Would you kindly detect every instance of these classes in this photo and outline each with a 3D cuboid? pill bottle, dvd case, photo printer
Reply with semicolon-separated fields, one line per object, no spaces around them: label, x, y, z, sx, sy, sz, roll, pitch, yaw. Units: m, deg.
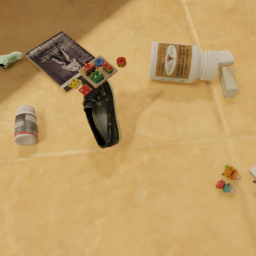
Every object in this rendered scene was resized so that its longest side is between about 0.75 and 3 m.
pill bottle;2.330;-2.767;11.994;2.797;1.599;1.599;6;60;3
pill bottle;-3.988;-0.121;10.919;0.825;0.825;1.448;-9;60;-5
dvd case;-2.991;-3.168;13.025;2.991;0.239;2.224;40;67;21
photo printer;4.427;-3.242;13.020;0.922;0.320;0.767;-13;60;-8

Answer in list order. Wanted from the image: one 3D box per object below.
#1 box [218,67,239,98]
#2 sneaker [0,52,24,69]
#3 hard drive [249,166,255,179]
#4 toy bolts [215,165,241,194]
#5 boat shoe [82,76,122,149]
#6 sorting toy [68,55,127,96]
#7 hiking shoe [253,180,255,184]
box;4.329;-1.990;12.140;0.497;0.607;1.279;-1;61;-2
sneaker;-5.373;-3.075;12.854;1.169;0.430;0.689;-13;55;4
hard drive;5.052;1.575;10.337;0.997;0.133;0.658;-29;64;-16
toy bolts;3.625;1.845;9.833;0.665;0.916;0.959;28;82;8
boat shoe;-1.087;-0.667;9.739;1.116;2.987;0.991;-3;16;32
sorting toy;-1.032;-1.859;8.959;1.959;0.331;0.944;-40;64;-14
hiking shoe;5.444;1.748;9.757;2.108;0.798;1.061;-25;79;-14
